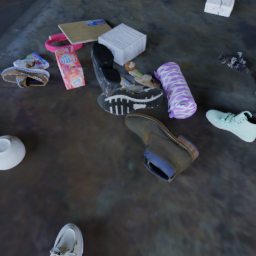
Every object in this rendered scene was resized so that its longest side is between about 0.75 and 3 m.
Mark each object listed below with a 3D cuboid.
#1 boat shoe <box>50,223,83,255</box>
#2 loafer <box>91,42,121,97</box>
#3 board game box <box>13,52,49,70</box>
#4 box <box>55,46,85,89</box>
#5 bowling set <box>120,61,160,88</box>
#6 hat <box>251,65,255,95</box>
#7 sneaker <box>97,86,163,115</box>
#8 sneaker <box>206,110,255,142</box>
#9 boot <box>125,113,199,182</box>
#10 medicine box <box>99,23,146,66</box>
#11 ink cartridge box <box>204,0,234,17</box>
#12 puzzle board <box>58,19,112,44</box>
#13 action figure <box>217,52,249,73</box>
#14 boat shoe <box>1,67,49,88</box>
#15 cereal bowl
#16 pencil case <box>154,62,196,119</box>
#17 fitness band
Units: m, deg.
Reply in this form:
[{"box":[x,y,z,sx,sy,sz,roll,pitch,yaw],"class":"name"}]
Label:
[{"box":[-1.741,3.473,7.206,0.823,0.950,2.229,8,52,6],"class":"boat shoe"},{"box":[-0.819,-1.898,8.900,0.744,0.738,2.043,2,52,-25],"class":"loafer"},{"box":[-4.375,-2.872,12.669,1.136,0.234,1.134,38,61,26],"class":"board game box"},{"box":[-2.505,-2.602,12.053,0.818,0.887,1.728,-17,55,-12],"class":"box"},{"box":[0.282,-1.750,11.033,1.185,1.536,2.207,33,63,22],"class":"bowling set"},{"box":[5.811,-1.404,11.016,2.596,1.047,2.596,7,58,-11],"class":"hat"},{"box":[0.000,-1.047,9.994,2.478,0.913,0.991,-6,21,-30],"class":"sneaker"},{"box":[3.833,-0.403,10.141,1.949,1.149,0.717,31,59,24],"class":"sneaker"},{"box":[0.763,0.564,9.415,2.913,1.088,1.412,30,58,26],"class":"boot"},{"box":[-0.247,-3.938,13.104,1.526,0.862,1.675,36,59,25],"class":"medicine box"},{"box":[5.077,-6.795,15.547,1.372,0.568,1.005,20,54,15],"class":"ink cartridge box"},{"box":[-1.998,-4.844,14.045,2.454,0.213,1.849,-18,51,-25],"class":"puzzle board"},{"box":[4.739,-2.940,12.436,1.412,0.720,0.839,27,46,22],"class":"action figure"},{"box":[-4.355,-2.100,11.768,1.958,0.707,0.709,-2,53,-1],"class":"boat shoe"},{"box":[-4.246,0.754,9.624,1.296,0.540,1.296,0,51,-1],"class":"cereal bowl"},{"box":[1.857,-1.491,11.125,1.085,1.065,2.539,-21,50,12],"class":"pencil case"},{"box":[-3.064,-4.103,13.452,1.787,0.334,1.283,-25,53,-30],"class":"fitness band"}]
